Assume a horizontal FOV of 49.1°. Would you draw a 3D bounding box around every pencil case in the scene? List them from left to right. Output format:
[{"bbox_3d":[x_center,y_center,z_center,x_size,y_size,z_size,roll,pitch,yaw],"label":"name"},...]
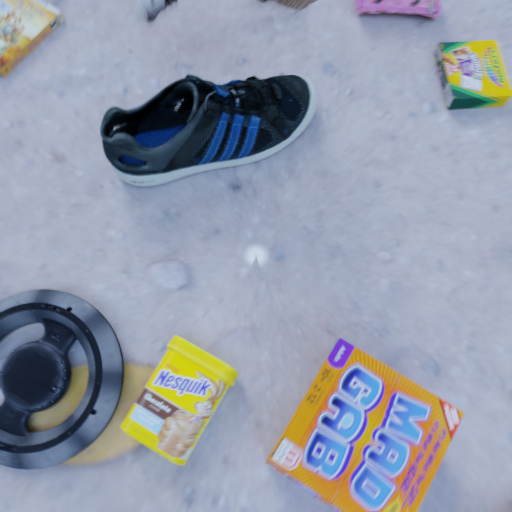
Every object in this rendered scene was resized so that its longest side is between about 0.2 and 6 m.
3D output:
[{"bbox_3d":[2.515,-4.576,9.937,1.546,0.669,0.640,5,108,2],"label":"pencil case"}]

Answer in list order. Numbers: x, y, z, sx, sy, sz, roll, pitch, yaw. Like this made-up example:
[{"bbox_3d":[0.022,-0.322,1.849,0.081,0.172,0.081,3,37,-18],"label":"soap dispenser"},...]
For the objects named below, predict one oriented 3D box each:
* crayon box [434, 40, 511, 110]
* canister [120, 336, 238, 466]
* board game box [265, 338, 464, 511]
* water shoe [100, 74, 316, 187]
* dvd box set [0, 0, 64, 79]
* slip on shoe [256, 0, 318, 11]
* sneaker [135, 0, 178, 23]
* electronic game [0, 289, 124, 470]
[{"bbox_3d":[3.665,-3.081,9.501,1.020,0.344,1.182,-5,69,-2],"label":"crayon box"},{"bbox_3d":[-1.014,1.918,7.449,1.030,0.600,1.387,28,73,10],"label":"canister"},{"bbox_3d":[1.200,2.232,6.772,1.601,1.602,1.600,31,72,11],"label":"board game box"},{"bbox_3d":[-0.606,-2.086,8.556,3.508,1.384,1.254,-25,71,-9],"label":"water shoe"},{"bbox_3d":[-4.376,-3.991,9.911,1.170,0.235,1.599,34,73,11],"label":"dvd box set"},{"bbox_3d":[0.140,-3.448,6.806,0.674,0.845,2.223,-46,49,-2],"label":"slip on shoe"},{"bbox_3d":[-0.968,-3.615,7.494,1.051,1.880,0.687,15,71,-17],"label":"sneaker"},{"bbox_3d":[-2.974,1.631,7.587,2.380,0.495,2.380,0,77,2],"label":"electronic game"}]
